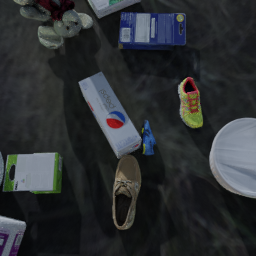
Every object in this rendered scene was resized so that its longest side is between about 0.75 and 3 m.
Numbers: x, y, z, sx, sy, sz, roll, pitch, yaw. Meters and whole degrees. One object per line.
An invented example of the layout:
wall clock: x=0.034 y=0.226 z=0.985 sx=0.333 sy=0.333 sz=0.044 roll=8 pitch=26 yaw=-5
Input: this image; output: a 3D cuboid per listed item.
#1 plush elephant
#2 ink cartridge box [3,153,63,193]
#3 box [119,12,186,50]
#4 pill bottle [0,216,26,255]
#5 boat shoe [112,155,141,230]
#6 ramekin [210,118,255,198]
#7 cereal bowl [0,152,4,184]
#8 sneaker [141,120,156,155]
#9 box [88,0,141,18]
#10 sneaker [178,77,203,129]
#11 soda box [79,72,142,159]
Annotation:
plush elephant: x=-2.403 y=-4.048 z=9.704 sx=2.092 sy=2.702 sz=2.225 roll=44 pitch=77 yaw=-9
ink cartridge box: x=-2.815 y=1.365 z=8.405 sx=1.537 sy=0.582 sz=1.136 roll=-1 pitch=70 yaw=1
box: x=0.895 y=-3.560 z=10.292 sx=2.388 sy=0.387 sz=1.446 roll=2 pitch=70 yaw=4
pill bottle: x=-3.668 y=3.511 z=7.204 sx=1.346 sy=1.346 sz=2.398 roll=13 pitch=70 yaw=5
boat shoe: x=-0.043 y=1.796 z=8.075 sx=0.768 sy=0.695 sz=2.155 roll=0 pitch=72 yaw=8
ramekin: x=3.492 y=0.949 z=8.291 sx=2.295 sy=1.069 sz=2.295 roll=0 pitch=69 yaw=0
cereal bowl: x=-4.900 y=1.348 z=8.113 sx=2.712 sy=1.130 sz=2.712 roll=0 pitch=69 yaw=0
sneaker: x=0.656 y=0.306 z=8.930 sx=0.450 sy=0.378 sz=1.148 roll=5 pitch=70 yaw=-10
box: x=-0.889 y=-5.681 z=11.055 sx=1.852 sy=0.466 sz=2.567 roll=-27 pitch=72 yaw=-9
sneaker: x=2.038 y=-0.842 z=9.098 sx=0.694 sy=0.801 sz=1.775 roll=-11 pitch=72 yaw=-6
soda box: x=-0.584 y=-0.414 z=8.882 sx=0.842 sy=0.901 sz=2.644 roll=-27 pitch=72 yaw=-9
